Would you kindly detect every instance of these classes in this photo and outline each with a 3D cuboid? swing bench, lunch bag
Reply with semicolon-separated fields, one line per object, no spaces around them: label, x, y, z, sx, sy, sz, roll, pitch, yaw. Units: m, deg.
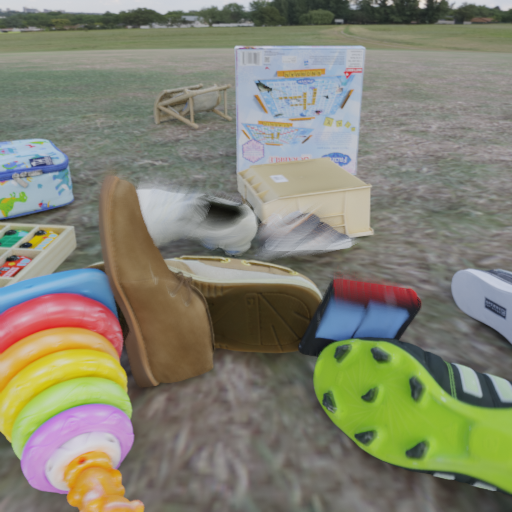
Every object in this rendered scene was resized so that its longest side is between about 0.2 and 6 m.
swing bench;-2.055;-4.913;18.143;1.859;1.206;1.849;16;30;31
lunch bag;-4.886;-1.587;11.166;2.107;1.081;2.621;-14;27;-22

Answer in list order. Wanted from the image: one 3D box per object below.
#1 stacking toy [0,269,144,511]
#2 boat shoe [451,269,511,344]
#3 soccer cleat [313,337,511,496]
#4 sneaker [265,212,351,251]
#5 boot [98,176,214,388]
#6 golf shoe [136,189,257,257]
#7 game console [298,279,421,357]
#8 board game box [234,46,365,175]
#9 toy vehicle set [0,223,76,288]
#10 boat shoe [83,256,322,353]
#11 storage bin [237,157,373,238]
stacking toy;-1.542;1.394;4.720;1.477;1.396;2.544;-18;41;-24
boat shoe;3.287;0.700;6.625;0.757;0.801;2.233;-9;19;-15
soccer cleat;1.880;1.463;4.820;3.129;1.056;1.268;11;-9;44
sneaker;0.847;-0.383;8.666;1.501;0.596;0.589;-1;4;-30
boot;-0.946;0.264;5.536;0.869;2.304;0.848;-6;28;7
golf shoe;-1.156;-0.689;8.408;2.404;0.941;1.169;6;-20;-5
game console;1.033;0.692;5.635;0.970;1.097;0.170;7;41;-15
board game box;0.930;-3.241;12.630;2.805;2.798;0.577;1;24;0
toy vehicle set;-3.990;0.239;7.997;1.795;0.383;2.889;2;25;5
boat shoe;-0.668;0.543;6.723;2.991;1.107;0.993;7;15;9
storage bin;0.808;-1.008;10.028;1.928;0.910;1.942;-9;27;-12
